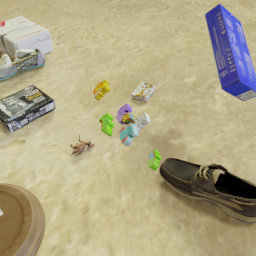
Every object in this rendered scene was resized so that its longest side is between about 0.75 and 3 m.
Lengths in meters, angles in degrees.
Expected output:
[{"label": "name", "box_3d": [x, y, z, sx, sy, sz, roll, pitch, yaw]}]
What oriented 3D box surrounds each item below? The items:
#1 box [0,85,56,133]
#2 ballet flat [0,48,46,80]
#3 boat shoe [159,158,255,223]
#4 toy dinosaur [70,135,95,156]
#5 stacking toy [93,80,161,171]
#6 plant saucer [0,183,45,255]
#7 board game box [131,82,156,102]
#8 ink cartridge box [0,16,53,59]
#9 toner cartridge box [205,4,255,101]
[{"label": "box", "box_3d": [-3.610, -0.725, 9.625, 1.749, 0.435, 1.379, -34, 52, -30]}, {"label": "ballet flat", "box_3d": [-4.630, -2.684, 11.419, 2.509, 0.903, 0.903, -28, 50, -26]}, {"label": "boat shoe", "box_3d": [2.117, 1.307, 7.046, 2.738, 1.004, 1.020, 20, 47, 20]}, {"label": "toy dinosaur", "box_3d": [-1.378, 0.565, 8.365, 0.523, 0.331, 0.771, 29, 55, 19]}, {"label": "stacking toy", "box_3d": [-0.054, -0.061, 5.106, 0.394, 1.265, 1.678, -41, 31, 21]}, {"label": "plant saucer", "box_3d": [-3.332, 2.344, 6.402, 2.771, 0.408, 2.771, 0, 42, 0]}, {"label": "board game box", "box_3d": [0.591, -1.366, 10.517, 0.584, 0.160, 0.925, 19, 46, 20]}, {"label": "ink cartridge box", "box_3d": [-4.873, -4.069, 12.768, 2.438, 1.016, 1.770, 34, 53, 31]}, {"label": "toner cartridge box", "box_3d": [2.445, -1.769, 6.591, 1.018, 0.462, 2.142, 17, 59, -40]}]
